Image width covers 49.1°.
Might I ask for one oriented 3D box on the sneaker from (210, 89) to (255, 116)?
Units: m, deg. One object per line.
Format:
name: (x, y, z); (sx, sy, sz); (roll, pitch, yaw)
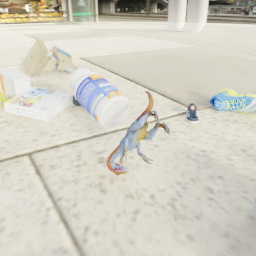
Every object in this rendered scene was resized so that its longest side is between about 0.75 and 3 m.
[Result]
sneaker: (3.812, -0.797, 10.087); (1.108, 0.799, 2.109); (-24, 26, -17)

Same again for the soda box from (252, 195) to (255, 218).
soda box: (2.775, 1.858, 4.109); (1.008, 0.943, 2.961); (3, 26, 7)

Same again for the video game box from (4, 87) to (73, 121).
video game box: (-3.258, -0.937, 10.427); (1.737, 0.446, 1.907); (15, 28, 11)

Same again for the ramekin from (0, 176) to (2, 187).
ramekin: (-3.538, 1.077, 6.080); (1.406, 0.655, 1.406); (1, 26, 0)

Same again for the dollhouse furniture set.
dollhouse furniture set: (-3.975, -3.146, 15.110); (2.553, 1.666, 2.411); (17, 30, -48)

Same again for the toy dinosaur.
toy dinosaur: (0.161, 0.314, 6.627); (1.653, 0.957, 1.822); (-32, 38, 20)

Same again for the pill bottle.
pill bottle: (-0.898, -0.952, 8.140); (1.066, 1.066, 1.902); (-20, 51, -36)

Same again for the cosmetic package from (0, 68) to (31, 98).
cosmetic package: (-4.816, -1.867, 11.910); (0.683, 0.973, 1.918); (-20, 31, -36)

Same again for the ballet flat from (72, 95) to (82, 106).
ballet flat: (-1.404, -1.049, 10.662); (1.584, 0.579, 0.579); (7, 26, 14)

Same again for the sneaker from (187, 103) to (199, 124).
sneaker: (2.228, -0.533, 9.683); (0.420, 0.473, 1.120); (1, 26, 2)

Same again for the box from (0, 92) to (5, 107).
box: (-5.905, -1.041, 10.652); (2.177, 0.546, 0.819); (3, 26, 5)
